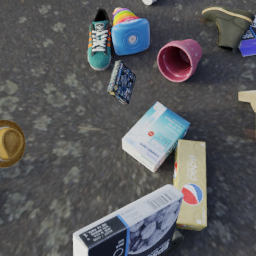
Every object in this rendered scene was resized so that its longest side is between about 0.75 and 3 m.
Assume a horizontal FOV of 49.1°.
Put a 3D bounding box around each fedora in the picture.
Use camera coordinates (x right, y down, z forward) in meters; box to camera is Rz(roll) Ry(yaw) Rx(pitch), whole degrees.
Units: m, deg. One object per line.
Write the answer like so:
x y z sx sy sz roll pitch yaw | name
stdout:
-3.070 0.399 7.163 0.513 1.258 1.258 -4 53 42 | fedora

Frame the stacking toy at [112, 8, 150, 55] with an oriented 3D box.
-0.117 -4.324 11.544 1.485 1.404 2.558 -14 50 -4 | stacking toy

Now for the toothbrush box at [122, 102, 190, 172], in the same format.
0.897 0.273 9.144 1.366 0.796 1.865 37 69 19 | toothbrush box

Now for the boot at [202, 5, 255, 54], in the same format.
3.771 -4.074 11.558 2.297 0.890 1.589 32 98 45 | boot

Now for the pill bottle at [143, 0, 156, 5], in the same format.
1.181 -6.187 12.751 0.677 0.677 1.194 32 65 16 | pill bottle

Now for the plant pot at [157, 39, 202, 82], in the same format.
2.051 -2.641 10.480 1.473 1.473 1.318 36 51 18 | plant pot

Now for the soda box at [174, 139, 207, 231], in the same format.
1.832 1.654 8.375 0.861 0.814 2.542 6 62 4 | soda box

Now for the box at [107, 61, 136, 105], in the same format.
-0.151 -1.193 7.453 0.214 0.741 0.932 -4 63 39 | box

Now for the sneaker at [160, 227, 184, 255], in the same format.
0.512 3.145 7.675 1.868 0.714 1.070 -39 38 2 | sneaker

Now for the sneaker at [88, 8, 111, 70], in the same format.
-1.149 -3.562 11.080 0.962 1.077 2.695 -1 61 -1 | sneaker

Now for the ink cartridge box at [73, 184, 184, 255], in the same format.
0.013 2.411 5.437 2.208 2.229 0.484 -18 38 -35 | ink cartridge box

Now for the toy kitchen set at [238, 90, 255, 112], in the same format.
4.835 -0.470 9.683 1.334 1.475 1.635 -7 101 -6 | toy kitchen set

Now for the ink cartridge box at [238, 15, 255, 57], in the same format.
5.330 -3.902 11.652 1.864 0.408 1.881 -11 62 -6 | ink cartridge box
